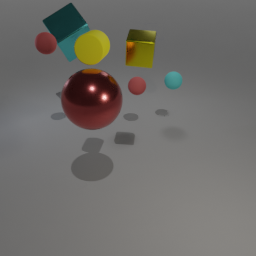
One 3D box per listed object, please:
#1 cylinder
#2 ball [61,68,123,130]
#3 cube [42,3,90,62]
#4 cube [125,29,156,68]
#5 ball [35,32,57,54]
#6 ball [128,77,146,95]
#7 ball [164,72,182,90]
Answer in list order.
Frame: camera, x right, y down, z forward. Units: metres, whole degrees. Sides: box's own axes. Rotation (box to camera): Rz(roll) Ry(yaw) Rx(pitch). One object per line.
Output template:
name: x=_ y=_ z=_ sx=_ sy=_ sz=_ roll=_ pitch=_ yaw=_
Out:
cylinder: x=-0.832 y=-1.909 z=6.608 sx=0.700 sy=0.700 sz=0.700 roll=4 pitch=27 yaw=7
ball: x=-0.821 y=-0.653 z=6.421 sx=1.400 sy=1.400 sz=1.400 roll=0 pitch=29 yaw=0
cube: x=-2.374 y=-3.902 z=11.531 sx=1.400 sy=1.400 sz=1.400 roll=-33 pitch=70 yaw=-2
cube: x=0.328 y=-2.038 z=7.186 sx=0.700 sy=0.700 sz=0.700 roll=7 pitch=43 yaw=4
ball: x=-2.677 y=-2.756 z=9.120 sx=0.700 sy=0.700 sz=0.700 roll=0 pitch=29 yaw=0
ball: x=0.345 y=-1.607 z=10.701 sx=0.700 sy=0.700 sz=0.700 roll=0 pitch=29 yaw=0
ball: x=1.782 y=-1.861 z=11.008 sx=0.700 sy=0.700 sz=0.700 roll=0 pitch=29 yaw=0
